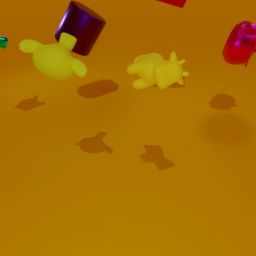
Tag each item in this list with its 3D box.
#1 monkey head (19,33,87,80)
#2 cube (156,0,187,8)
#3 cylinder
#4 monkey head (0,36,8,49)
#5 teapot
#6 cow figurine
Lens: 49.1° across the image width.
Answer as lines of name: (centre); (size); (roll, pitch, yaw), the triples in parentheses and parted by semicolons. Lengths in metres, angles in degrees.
monkey head: (-1.237, -1.313, 4.997); (1.213, 0.873, 0.731); (23, 3, -5)
cube: (1.201, -4.242, 7.683); (1.140, 1.140, 1.140); (13, 55, -8)
cylinder: (-1.442, -2.992, 8.462); (1.180, 1.180, 1.180); (29, 24, -14)
monkey head: (-3.707, -2.380, 7.325); (0.765, 1.269, 0.913); (27, 14, 38)
teapot: (3.209, -2.236, 7.724); (0.938, 1.916, 1.192); (29, 81, 17)
cow figurine: (0.495, -0.952, 4.510); (0.978, 0.546, 0.994); (-10, 29, 23)
